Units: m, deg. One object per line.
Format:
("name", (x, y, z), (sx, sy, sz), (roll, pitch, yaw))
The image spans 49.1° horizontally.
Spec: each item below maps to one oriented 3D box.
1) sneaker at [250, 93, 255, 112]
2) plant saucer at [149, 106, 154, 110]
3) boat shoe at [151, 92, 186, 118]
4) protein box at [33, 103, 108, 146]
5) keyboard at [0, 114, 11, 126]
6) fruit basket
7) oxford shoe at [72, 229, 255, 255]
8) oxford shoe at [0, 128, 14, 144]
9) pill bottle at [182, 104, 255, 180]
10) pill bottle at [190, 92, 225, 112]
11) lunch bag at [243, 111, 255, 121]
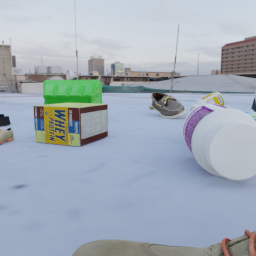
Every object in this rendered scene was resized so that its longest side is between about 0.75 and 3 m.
("sneaker", (3.854, -0.651, 6.518), (0.961, 1.567, 2.409), (-3, 9, -14))
("plant saucer", (1.452, -0.964, 13.474), (0.903, 0.140, 0.903), (0, 8, 0))
("boat shoe", (1.395, -0.882, 10.176), (0.758, 0.628, 2.109), (-26, 20, -8))
("protein box", (-1.132, -0.115, 5.738), (1.077, 0.732, 1.085), (4, 9, 24))
("keyboard", (-4.460, -0.101, 7.029), (1.690, 0.361, 2.815), (6, 12, 37))
("fruit basket", (-1.848, -0.962, 9.684), (2.114, 1.525, 2.114), (0, 26, 0))
("oxford shoe", (0.606, 0.585, 1.152), (1.886, 0.705, 0.664), (2, 9, 12))
("oxford shoe", (-2.512, 0.159, 5.445), (0.272, 0.284, 0.769), (1, 9, 9))
("pill bottle", (1.221, 0.142, 3.684), (0.855, 0.855, 1.523), (1, 9, 5))
("pill bottle", (2.742, -0.764, 9.725), (1.166, 0.648, 0.648), (-27, 20, -25))
("lunch bag", (1.874, 0.017, 5.187), (1.244, 0.638, 1.548), (1, 9, 0))
